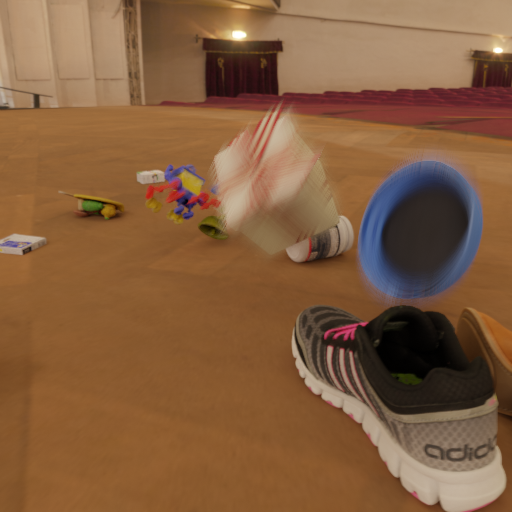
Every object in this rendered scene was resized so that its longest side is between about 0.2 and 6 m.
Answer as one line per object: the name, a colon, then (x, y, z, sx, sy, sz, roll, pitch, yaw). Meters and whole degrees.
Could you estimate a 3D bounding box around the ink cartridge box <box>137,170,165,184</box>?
ink cartridge box: (-3.289, -2.463, 17.483, 0.729, 0.306, 0.528, -11, 22, -29)

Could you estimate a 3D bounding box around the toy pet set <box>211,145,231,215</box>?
toy pet set: (-0.023, -1.472, 11.327, 1.793, 1.674, 0.952, 33, 41, -16)

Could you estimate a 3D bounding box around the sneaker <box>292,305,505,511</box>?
sneaker: (1.340, 1.027, 5.839, 1.184, 1.404, 3.209, -7, 20, -18)

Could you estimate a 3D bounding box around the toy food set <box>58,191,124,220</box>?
toy food set: (-3.960, -1.148, 13.600, 1.568, 0.512, 0.922, 10, -2, 22)

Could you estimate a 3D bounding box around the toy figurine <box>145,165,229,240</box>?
toy figurine: (-1.170, -1.323, 11.325, 1.098, 1.247, 2.081, -27, -41, 36)

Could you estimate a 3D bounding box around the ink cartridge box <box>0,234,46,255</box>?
ink cartridge box: (-4.808, -0.230, 11.330, 0.768, 0.181, 0.759, 4, 21, 17)

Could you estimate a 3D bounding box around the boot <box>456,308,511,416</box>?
boot: (3.345, 1.249, 5.997, 1.786, 0.882, 2.301, -3, 20, -8)

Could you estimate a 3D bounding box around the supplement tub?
supplement tub: (1.181, -0.346, 10.674, 1.148, 0.805, 0.805, -10, 22, -24)

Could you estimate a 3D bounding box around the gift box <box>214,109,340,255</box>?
gift box: (0.356, -1.148, 8.521, 1.626, 1.518, 1.500, -30, 56, 19)

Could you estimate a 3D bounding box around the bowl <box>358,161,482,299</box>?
bowl: (2.271, -0.346, 7.864, 0.383, 1.951, 1.951, 16, 8, -34)
